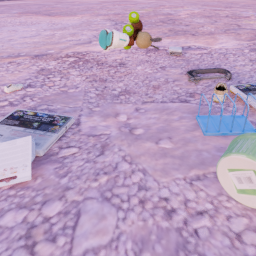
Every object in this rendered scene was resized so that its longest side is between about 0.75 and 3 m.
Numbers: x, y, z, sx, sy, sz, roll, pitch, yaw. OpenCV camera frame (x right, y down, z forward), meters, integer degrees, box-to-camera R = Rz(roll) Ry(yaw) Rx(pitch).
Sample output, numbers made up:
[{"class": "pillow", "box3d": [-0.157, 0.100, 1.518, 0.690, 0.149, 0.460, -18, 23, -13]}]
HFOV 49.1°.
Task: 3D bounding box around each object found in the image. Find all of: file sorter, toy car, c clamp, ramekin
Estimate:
[{"class": "file sorter", "box3d": [3.141, -0.480, 8.835, 1.663, 1.020, 1.154, -1, 30, -1]}, {"class": "toy car", "box3d": [0.560, -3.359, 10.256, 1.410, 1.158, 1.112, 22, 78, 3]}, {"class": "c clamp", "box3d": [3.715, -2.347, 12.750, 2.380, 0.322, 2.033, -9, 27, -12]}, {"class": "ramekin", "box3d": [2.676, 0.953, 5.967, 1.559, 1.559, 0.762, 27, 47, 37]}]

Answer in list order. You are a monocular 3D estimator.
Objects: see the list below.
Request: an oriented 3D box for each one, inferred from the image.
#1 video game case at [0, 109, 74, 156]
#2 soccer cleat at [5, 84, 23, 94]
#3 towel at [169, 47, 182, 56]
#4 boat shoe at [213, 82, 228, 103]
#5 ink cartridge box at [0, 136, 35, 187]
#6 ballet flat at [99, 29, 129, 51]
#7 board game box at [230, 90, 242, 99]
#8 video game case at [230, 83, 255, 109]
[{"class": "video game case", "box3d": [-3.109, 0.055, 8.689, 2.227, 0.260, 2.025, 8, 32, 15]}, {"class": "soccer cleat", "box3d": [-4.692, -1.698, 11.556, 0.296, 0.331, 0.853, 19, 35, 29]}, {"class": "towel", "box3d": [2.723, -4.398, 16.078, 0.748, 0.386, 0.903, 5, 29, 5]}, {"class": "boat shoe", "box3d": [3.691, -1.516, 11.052, 0.587, 0.527, 1.587, 8, 32, 14]}, {"class": "ink cartridge box", "box3d": [-2.956, 0.918, 7.126, 1.128, 0.333, 1.409, -13, 50, -5]}, {"class": "ballet flat", "box3d": [-0.386, -2.385, 7.657, 0.614, 0.614, 1.770, -9, 19, -14]}, {"class": "board game box", "box3d": [4.909, -1.204, 10.824, 0.917, 0.288, 1.919, -10, 35, -16]}, {"class": "video game case", "box3d": [5.150, -1.250, 10.443, 1.969, 0.230, 1.790, -7, 33, -12]}]
